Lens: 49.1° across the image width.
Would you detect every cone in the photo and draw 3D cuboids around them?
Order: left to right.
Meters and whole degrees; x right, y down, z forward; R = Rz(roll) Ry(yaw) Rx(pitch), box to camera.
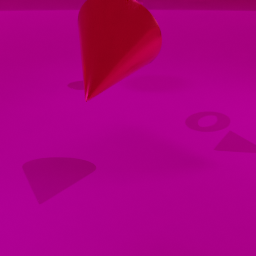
[{"bbox_3d":[-0.343,-0.905,4.027,1.371,1.371,1.376,9,58,19],"label":"cone"}]

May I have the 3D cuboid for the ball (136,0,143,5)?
[{"bbox_3d":[-0.166,-4.291,9.492,1.365,1.365,1.365,0,25,0],"label":"ball"}]
